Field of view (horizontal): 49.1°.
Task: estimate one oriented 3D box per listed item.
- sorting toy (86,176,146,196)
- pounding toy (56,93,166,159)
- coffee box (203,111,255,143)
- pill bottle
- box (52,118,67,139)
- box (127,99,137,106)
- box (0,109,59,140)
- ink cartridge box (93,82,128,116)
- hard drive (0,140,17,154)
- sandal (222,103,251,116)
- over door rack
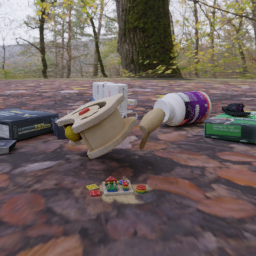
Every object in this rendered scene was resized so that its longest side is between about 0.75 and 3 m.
[{"bbox_3d":[-0.228,1.029,5.099,1.065,0.180,0.514,-2,13,-8],"label":"sorting toy"},{"bbox_3d":[-0.494,0.230,6.191,2.619,1.502,1.497,-8,26,49],"label":"pounding toy"},{"bbox_3d":[3.747,-0.129,9.236,1.636,0.585,2.660,7,14,38],"label":"coffee box"},{"bbox_3d":[2.048,-0.736,10.582,2.160,1.215,1.215,-10,16,-35],"label":"pill bottle"},{"bbox_3d":[-1.888,-0.021,9.030,0.948,0.494,0.863,-6,15,-24],"label":"box"},{"bbox_3d":[-0.081,-1.521,16.151,0.289,0.309,1.493,-11,18,-40],"label":"box"},{"bbox_3d":[-3.879,-0.172,9.353,2.502,0.638,1.973,8,14,31],"label":"box"},{"bbox_3d":[-0.717,-1.291,12.596,0.823,1.407,2.426,-7,16,-31],"label":"ink cartridge box"},{"bbox_3d":[-3.551,0.500,7.332,1.066,0.226,0.719,-1,13,-4],"label":"hard drive"},{"bbox_3d":[3.584,-0.679,9.465,0.613,0.390,1.631,-3,12,-3],"label":"sandal"},{"bbox_3d":[-0.780,-0.236,8.267,1.750,0.583,1.293,5,-9,-30],"label":"over door rack"}]
